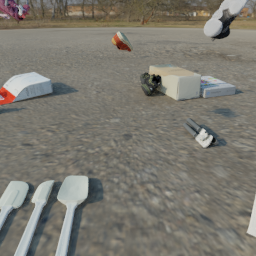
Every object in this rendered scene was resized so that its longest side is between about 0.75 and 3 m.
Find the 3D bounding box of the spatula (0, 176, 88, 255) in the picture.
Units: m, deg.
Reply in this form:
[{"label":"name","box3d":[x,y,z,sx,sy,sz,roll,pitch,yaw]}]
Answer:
[{"label":"spatula","box3d":[-1.750,1.728,5.308,1.857,0.215,2.671,0,24,-2]}]

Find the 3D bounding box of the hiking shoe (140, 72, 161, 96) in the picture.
[{"label":"hiking shoe","box3d":[1.100,-2.128,12.909,0.943,0.709,1.873,-23,30,14]}]

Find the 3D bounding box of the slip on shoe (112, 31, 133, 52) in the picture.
[{"label":"slip on shoe","box3d":[-0.242,-3.728,12.365,0.569,0.689,1.860,-33,-6,16]}]

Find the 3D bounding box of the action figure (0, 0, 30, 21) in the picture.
[{"label":"action figure","box3d":[-2.483,-2.506,5.903,1.050,0.782,0.703,39,31,22]}]

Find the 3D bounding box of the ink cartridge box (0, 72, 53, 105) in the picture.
[{"label":"ink cartridge box","box3d":[-5.089,-1.822,12.549,2.741,0.648,2.194,-18,30,-32]}]

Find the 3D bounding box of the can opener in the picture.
[{"label":"can opener","box3d":[2.198,0.168,8.655,0.515,0.408,1.549,28,13,-28]}]

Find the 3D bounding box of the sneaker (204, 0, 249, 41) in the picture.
[{"label":"sneaker","box3d":[3.304,-3.648,9.331,0.643,1.703,0.969,52,19,21]}]

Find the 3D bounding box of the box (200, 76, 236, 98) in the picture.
[{"label":"box","box3d":[3.755,-1.986,13.251,1.614,0.426,2.071,-8,25,-17]}]

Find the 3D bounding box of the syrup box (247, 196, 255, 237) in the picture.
[{"label":"syrup box","box3d":[3.364,1.638,4.572,2.417,0.952,0.984,18,30,35]}]

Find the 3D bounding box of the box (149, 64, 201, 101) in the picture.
[{"label":"box","box3d":[2.084,-2.166,12.887,1.247,1.021,2.626,-10,26,-22]}]
